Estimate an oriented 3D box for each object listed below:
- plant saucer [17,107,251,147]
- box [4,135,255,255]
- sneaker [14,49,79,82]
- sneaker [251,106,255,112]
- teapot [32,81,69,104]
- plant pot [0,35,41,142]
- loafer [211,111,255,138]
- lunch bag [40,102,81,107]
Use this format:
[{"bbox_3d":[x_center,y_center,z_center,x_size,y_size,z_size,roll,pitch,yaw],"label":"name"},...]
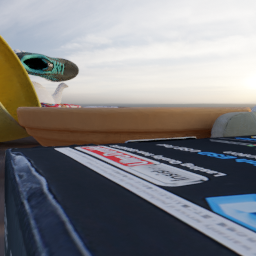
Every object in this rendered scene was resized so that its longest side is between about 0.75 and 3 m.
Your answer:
[{"bbox_3d":[0.069,-0.023,3.839,2.962,0.554,2.962,1,4,0],"label":"plant saucer"},{"bbox_3d":[0.819,0.290,0.118,1.554,0.450,1.956,-2,5,-26],"label":"box"},{"bbox_3d":[-2.431,-1.817,8.492,2.208,0.856,1.007,0,12,-36],"label":"sneaker"},{"bbox_3d":[4.111,-0.421,8.281,0.840,0.797,2.087,-10,3,-4],"label":"sneaker"},{"bbox_3d":[-3.306,-0.882,8.885,2.060,1.524,2.087,2,5,27],"label":"teapot"},{"bbox_3d":[-2.234,-0.461,4.059,1.251,1.763,1.763,-25,4,2],"label":"plant pot"},{"bbox_3d":[1.498,0.059,2.531,1.718,0.650,0.586,-14,12,-32],"label":"loafer"},{"bbox_3d":[-2.026,-0.366,7.702,1.515,0.621,1.335,-1,2,41],"label":"lunch bag"}]
